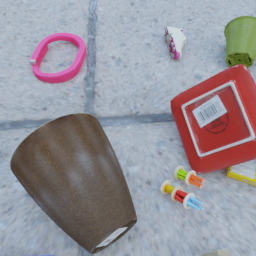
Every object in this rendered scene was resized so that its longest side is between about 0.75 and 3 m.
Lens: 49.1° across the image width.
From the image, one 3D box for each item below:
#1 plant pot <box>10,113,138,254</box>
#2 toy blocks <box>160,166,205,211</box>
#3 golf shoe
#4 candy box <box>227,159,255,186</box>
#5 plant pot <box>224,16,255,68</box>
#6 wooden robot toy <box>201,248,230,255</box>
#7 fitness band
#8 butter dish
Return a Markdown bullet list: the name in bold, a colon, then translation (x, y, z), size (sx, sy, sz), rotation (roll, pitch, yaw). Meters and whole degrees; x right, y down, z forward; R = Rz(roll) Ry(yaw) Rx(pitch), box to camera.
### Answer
- **plant pot**: translation (-0.916, 1.274, 5.870), size (2.190, 2.190, 2.343), rotation (-29, 64, -21)
- **toy blocks**: translation (1.407, 1.400, 6.452), size (0.899, 0.392, 1.078), rotation (-43, 37, -20)
- **golf shoe**: translation (1.818, -3.141, 10.192), size (0.791, 0.651, 1.728), rotation (-2, 53, -6)
- **candy box**: translation (3.569, 1.102, 7.060), size (1.963, 0.259, 1.003), rotation (19, 52, 13)
- **plant pot**: translation (3.906, -2.778, 9.574), size (1.449, 1.449, 1.376), rotation (16, 67, 12)
- **wooden robot toy**: translation (2.242, 3.447, 5.016), size (1.155, 1.122, 2.546), rotation (8, 41, -40)
- **fitness band**: translation (-2.397, -2.521, 9.814), size (1.709, 0.445, 2.380), rotation (7, 53, 5)
- **butter dish**: translation (2.521, -0.152, 7.150), size (1.619, 2.190, 2.184), rotation (0, 68, -50)
